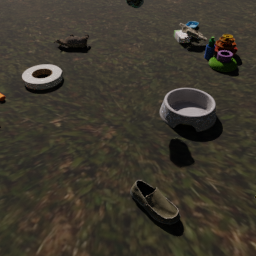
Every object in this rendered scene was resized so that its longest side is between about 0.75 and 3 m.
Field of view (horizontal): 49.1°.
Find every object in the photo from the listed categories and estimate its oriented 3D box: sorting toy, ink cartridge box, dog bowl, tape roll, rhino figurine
[{"bbox_3d":[4.008,-3.334,11.878,1.369,0.935,2.278,10,42,11],"label":"sorting toy"},{"bbox_3d":[2.650,-4.403,13.585,0.586,0.337,1.000,-5,40,-9],"label":"ink cartridge box"},{"bbox_3d":[1.965,-0.657,9.067,1.837,0.539,1.837,0,40,0],"label":"dog bowl"},{"bbox_3d":[-3.289,-1.994,10.825,1.512,0.276,1.512,-1,40,0],"label":"tape roll"},{"bbox_3d":[-2.663,-4.029,13.043,1.666,0.498,0.728,-2,40,0],"label":"rhino figurine"}]

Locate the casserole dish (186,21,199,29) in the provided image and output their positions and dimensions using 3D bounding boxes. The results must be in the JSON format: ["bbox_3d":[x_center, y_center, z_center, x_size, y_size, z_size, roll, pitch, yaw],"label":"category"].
[{"bbox_3d":[3.415,-5.469,14.961,0.568,0.182,0.938,19,45,21],"label":"casserole dish"}]

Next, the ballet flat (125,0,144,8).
[{"bbox_3d":[-0.045,-4.539,8.383,0.689,1.857,0.689,-22,4,2],"label":"ballet flat"}]

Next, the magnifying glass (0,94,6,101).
[{"bbox_3d":[-5.005,-1.371,10.176,1.674,0.187,0.666,29,48,28],"label":"magnifying glass"}]

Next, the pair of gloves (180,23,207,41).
[{"bbox_3d":[3.101,-4.588,13.523,1.305,0.269,1.534,22,29,-11],"label":"pair of gloves"}]

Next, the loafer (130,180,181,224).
[{"bbox_3d":[0.589,1.661,6.394,1.362,0.474,0.512,29,48,30],"label":"loafer"}]
